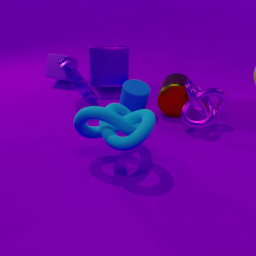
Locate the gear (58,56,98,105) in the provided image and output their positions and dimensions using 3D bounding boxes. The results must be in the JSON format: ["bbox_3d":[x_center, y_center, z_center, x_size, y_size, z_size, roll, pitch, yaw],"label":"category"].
[{"bbox_3d":[-1.448,-1.375,8.225,0.284,1.535,1.535,-35,35,1],"label":"gear"}]

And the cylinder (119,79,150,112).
[{"bbox_3d":[0.176,-0.838,7.846,0.763,0.763,0.763,7,43,-7],"label":"cylinder"}]

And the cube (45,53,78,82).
[{"bbox_3d":[-2.333,-2.118,9.922,0.805,0.805,0.805,10,5,13],"label":"cube"}]

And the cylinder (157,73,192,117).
[{"bbox_3d":[1.360,-0.948,7.980,0.981,0.981,0.981,5,30,9],"label":"cylinder"}]

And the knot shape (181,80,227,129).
[{"bbox_3d":[1.826,-0.689,7.109,1.301,1.217,0.601,-32,0,-23],"label":"knot shape"}]

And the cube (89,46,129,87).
[{"bbox_3d":[-0.590,-2.049,9.351,1.251,1.251,1.251,0,14,-1],"label":"cube"}]

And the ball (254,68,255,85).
[{"bbox_3d":[4.145,-1.456,7.618,1.317,1.317,1.317,0,30,0],"label":"ball"}]

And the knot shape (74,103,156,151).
[{"bbox_3d":[-0.156,-0.081,5.845,1.655,0.765,1.548,9,11,20],"label":"knot shape"}]
